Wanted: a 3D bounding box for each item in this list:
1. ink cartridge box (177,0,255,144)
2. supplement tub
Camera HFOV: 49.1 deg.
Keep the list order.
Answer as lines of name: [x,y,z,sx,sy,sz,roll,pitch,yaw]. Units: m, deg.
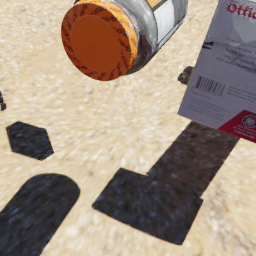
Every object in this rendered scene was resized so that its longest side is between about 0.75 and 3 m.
ink cartridge box: [2.040,-1.041,5.028,1.601,2.204,0.919,22,17,13]
supplement tub: [0.022,-1.622,4.186,1.296,1.296,2.116,22,44,15]
